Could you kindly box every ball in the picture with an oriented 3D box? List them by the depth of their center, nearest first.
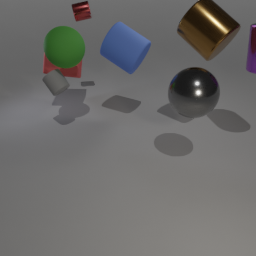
[{"bbox_3d":[1.808,-0.970,7.732,1.400,1.400,1.400,0,29,0],"label":"ball"},{"bbox_3d":[-2.176,-2.763,9.617,1.400,1.400,1.400,0,29,0],"label":"ball"}]

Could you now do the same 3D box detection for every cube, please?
[{"bbox_3d":[-2.702,-2.905,11.842,1.400,1.400,1.400,5,8,-5],"label":"cube"}]

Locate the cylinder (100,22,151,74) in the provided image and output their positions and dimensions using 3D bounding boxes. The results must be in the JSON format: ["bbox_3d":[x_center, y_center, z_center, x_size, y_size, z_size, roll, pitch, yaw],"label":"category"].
[{"bbox_3d":[-0.091,-2.956,10.416,1.400,1.400,1.400,34,35,3],"label":"cylinder"}]

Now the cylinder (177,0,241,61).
[{"bbox_3d":[2.514,-3.093,8.814,1.400,1.400,1.400,47,45,11],"label":"cylinder"}]

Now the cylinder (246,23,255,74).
[{"bbox_3d":[4.413,-2.444,8.531,1.400,1.400,1.400,-3,23,1],"label":"cylinder"}]

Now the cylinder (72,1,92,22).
[{"bbox_3d":[-1.950,-4.922,11.815,0.700,0.700,0.700,-14,30,-3],"label":"cylinder"}]

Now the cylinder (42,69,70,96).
[{"bbox_3d":[-2.542,-1.612,9.922,0.700,0.700,0.700,-35,3,2],"label":"cylinder"}]
